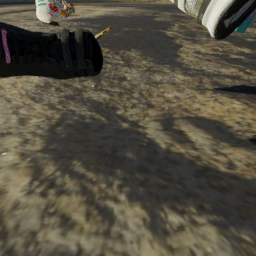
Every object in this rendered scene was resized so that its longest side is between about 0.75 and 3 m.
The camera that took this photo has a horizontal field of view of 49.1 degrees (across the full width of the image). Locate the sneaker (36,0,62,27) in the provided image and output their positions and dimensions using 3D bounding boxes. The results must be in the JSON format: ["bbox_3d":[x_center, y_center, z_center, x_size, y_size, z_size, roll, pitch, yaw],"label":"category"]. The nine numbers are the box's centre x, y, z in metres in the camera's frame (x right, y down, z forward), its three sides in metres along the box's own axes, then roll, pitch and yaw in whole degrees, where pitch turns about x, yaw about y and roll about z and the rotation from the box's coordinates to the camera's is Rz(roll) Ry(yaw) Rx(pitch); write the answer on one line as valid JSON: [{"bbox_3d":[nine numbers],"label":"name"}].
[{"bbox_3d":[-2.277,-3.706,8.100,0.653,0.867,1.854,2,45,-28],"label":"sneaker"}]

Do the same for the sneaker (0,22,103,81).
[{"bbox_3d":[-1.346,-1.254,4.368,1.279,0.911,2.578,-5,1,28],"label":"sneaker"}]

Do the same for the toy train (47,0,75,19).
[{"bbox_3d":[-1.714,-3.189,7.351,0.588,0.218,0.782,40,45,-3],"label":"toy train"}]

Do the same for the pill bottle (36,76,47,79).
[{"bbox_3d":[-1.956,-1.425,6.266,0.464,0.464,0.890,-12,30,-21],"label":"pill bottle"}]

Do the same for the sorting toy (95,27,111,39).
[{"bbox_3d":[-1.002,-3.017,9.317,1.053,0.141,0.784,-7,33,51],"label":"sorting toy"}]

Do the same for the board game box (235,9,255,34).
[{"bbox_3d":[3.298,-3.501,7.646,0.322,1.433,1.090,9,47,-18],"label":"board game box"}]

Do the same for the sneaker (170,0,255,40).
[{"bbox_3d":[1.451,-2.545,4.058,1.707,1.120,2.967,41,57,14],"label":"sneaker"}]
